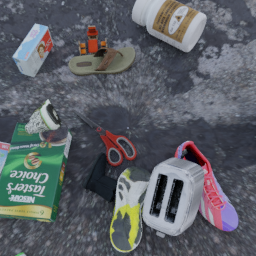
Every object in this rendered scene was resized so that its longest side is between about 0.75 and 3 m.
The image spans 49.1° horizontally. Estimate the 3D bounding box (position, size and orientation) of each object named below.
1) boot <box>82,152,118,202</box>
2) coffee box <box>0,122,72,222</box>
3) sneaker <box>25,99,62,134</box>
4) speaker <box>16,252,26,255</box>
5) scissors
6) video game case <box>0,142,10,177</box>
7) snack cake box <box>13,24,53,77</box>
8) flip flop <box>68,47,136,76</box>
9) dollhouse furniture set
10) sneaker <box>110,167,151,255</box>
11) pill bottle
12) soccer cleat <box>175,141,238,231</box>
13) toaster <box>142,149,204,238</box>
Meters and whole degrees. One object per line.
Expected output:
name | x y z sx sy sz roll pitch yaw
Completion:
boot | -0.661 1.541 8.782 1.107 0.503 1.317 22 72 14
coffee box | -2.923 1.325 8.801 1.837 0.657 2.987 6 64 2
sneaker | -2.645 -0.271 8.466 1.024 2.310 0.888 -27 99 -9
speaker | -2.851 3.897 7.713 0.375 0.375 0.849 -33 68 -15
scissors | -0.807 0.127 9.708 1.026 0.195 2.805 -33 67 -12
video game case | -4.662 1.230 9.146 1.261 0.154 1.764 11 64 6
snack cake box | -3.587 -2.976 10.744 0.589 1.008 1.752 18 65 9
flip flop | -0.984 -2.649 10.722 2.636 0.759 1.069 -8 64 -4
dollhouse furniture set | -1.411 -3.460 11.222 1.135 0.584 1.122 -6 64 -3
sneaker | -0.022 2.345 8.144 1.039 1.181 2.790 19 44 2
pill bottle | 1.570 -4.257 11.088 2.667 1.525 1.525 32 68 15
soccer cleat | 2.326 1.700 8.387 0.956 1.096 2.867 -23 66 -11
toaster | 1.268 1.760 7.635 1.320 1.500 2.322 16 95 23
